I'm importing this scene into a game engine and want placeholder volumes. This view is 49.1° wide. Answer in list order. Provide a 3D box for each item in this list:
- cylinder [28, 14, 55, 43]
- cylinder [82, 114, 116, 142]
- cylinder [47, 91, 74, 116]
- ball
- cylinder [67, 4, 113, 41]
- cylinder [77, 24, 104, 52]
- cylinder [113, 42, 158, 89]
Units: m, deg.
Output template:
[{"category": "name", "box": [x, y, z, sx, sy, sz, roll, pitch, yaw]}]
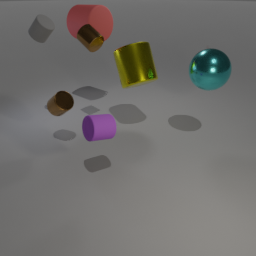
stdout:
[{"category": "cylinder", "box": [-3.070, -3.523, 9.952, 0.700, 0.700, 0.700, 29, 40, -29]}, {"category": "cylinder", "box": [-0.786, -0.016, 7.627, 0.700, 0.700, 0.700, -6, 27, -36]}, {"category": "cylinder", "box": [-2.286, -0.819, 9.463, 0.700, 0.700, 0.700, -26, 2, -39]}, {"category": "ball", "box": [2.768, -1.969, 9.486, 1.400, 1.400, 1.400, 0, 28, 0]}, {"category": "cylinder", "box": [-1.571, -4.342, 11.591, 1.400, 1.400, 1.400, 21, 34, 37]}, {"category": "cylinder", "box": [-1.317, -3.147, 9.822, 0.700, 0.700, 0.700, 46, 45, 14]}, {"category": "cylinder", "box": [0.290, -2.314, 10.455, 1.400, 1.400, 1.400, -14, 4, 1]}]
